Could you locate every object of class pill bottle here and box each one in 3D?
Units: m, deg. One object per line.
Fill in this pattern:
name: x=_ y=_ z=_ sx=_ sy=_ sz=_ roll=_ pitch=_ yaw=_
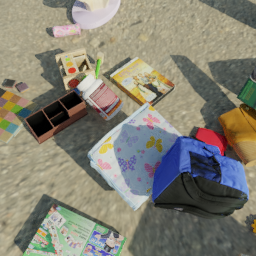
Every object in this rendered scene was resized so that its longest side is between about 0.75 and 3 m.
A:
pill bottle: x=-0.845 y=-0.944 z=8.391 sx=1.362 sy=0.769 sz=0.769 roll=45 pitch=63 yaw=-14

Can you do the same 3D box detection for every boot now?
boot: x=4.117 y=-0.007 z=8.118 sx=2.587 sy=0.910 sz=1.852 roll=-12 pitch=59 yaw=-4

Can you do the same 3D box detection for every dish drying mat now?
dish drying mat: x=2.093 y=1.088 z=7.837 sx=0.947 sy=0.225 sz=2.467 roll=20 pitch=61 yaw=12

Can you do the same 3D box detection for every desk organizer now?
desk organizer: x=-2.136 y=-0.350 z=8.456 sx=1.765 sy=0.679 sz=0.633 roll=-35 pitch=64 yaw=-19

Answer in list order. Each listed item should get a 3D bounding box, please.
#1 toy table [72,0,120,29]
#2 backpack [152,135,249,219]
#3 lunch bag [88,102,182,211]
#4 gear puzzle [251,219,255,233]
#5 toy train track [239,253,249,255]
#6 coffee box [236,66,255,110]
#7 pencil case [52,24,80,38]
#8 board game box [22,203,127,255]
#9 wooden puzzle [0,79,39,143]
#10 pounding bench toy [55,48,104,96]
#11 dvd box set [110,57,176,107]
toy table: x=-1.316 y=-5.353 z=10.988 sx=2.449 sy=1.560 sz=2.664 roll=12 pitch=62 yaw=7
backpack: x=1.620 y=1.047 z=6.011 sx=1.770 sy=1.438 sz=1.485 roll=21 pitch=49 yaw=-9
lunch bag: x=0.277 y=0.744 z=7.301 sx=1.871 sy=1.403 sz=2.206 roll=43 pitch=59 yaw=12
gear puzzle: x=3.997 y=2.784 z=6.814 sx=1.975 sy=0.259 sz=1.023 roll=18 pitch=62 yaw=14
toy train track: x=3.887 y=3.504 z=6.231 sx=2.738 sy=0.445 sz=1.570 roll=19 pitch=61 yaw=11
coffee box: x=4.287 y=-0.826 z=7.488 sx=0.509 sy=1.423 sz=2.314 roll=-7 pitch=40 yaw=-45
pencil case: x=-2.335 y=-3.734 z=10.690 sx=1.038 sy=0.454 sz=0.454 roll=-9 pitch=59 yaw=-5
board game box: x=-1.234 y=2.837 z=6.651 sx=2.037 sy=0.297 sz=1.371 roll=22 pitch=61 yaw=11
wooden puzzle: x=-3.887 y=-0.432 z=8.800 sx=1.557 sy=0.184 sz=2.626 roll=23 pitch=61 yaw=14
pounding bench toy: x=-1.379 y=-1.820 z=9.185 sx=1.585 sy=0.985 sz=1.237 roll=-19 pitch=60 yaw=-11
dvd box set: x=0.482 y=-1.534 z=9.425 sx=1.338 sy=0.269 sz=1.829 roll=-38 pitch=66 yaw=-22
